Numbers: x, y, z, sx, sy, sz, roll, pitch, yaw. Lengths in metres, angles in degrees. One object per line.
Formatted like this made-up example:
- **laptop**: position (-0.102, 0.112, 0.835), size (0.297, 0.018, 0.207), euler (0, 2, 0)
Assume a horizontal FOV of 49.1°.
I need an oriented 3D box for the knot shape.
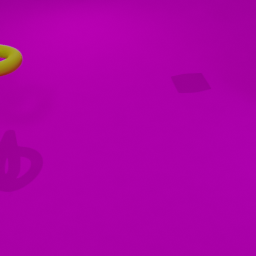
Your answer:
- **knot shape**: position (-3.447, -1.857, 6.210), size (1.947, 1.822, 0.900), euler (35, 92, 46)
